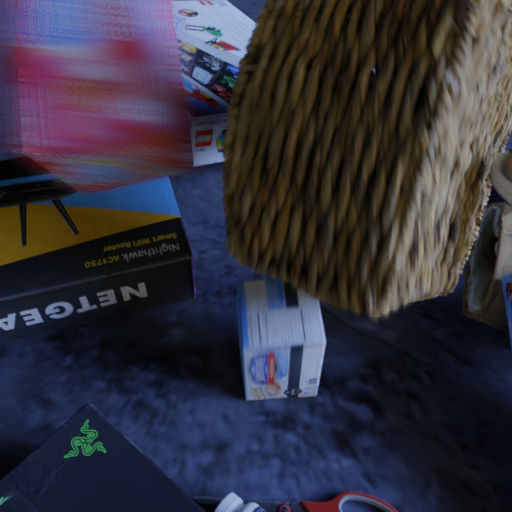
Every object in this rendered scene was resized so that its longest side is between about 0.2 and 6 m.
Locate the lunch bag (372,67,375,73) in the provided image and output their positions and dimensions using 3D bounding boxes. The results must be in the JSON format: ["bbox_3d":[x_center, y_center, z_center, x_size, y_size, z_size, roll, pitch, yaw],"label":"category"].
[{"bbox_3d":[1.104,-2.739,7.799,2.064,1.751,1.312,-29,92,-21],"label":"lunch bag"}]

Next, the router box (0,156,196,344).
[{"bbox_3d":[-3.140,-0.301,8.439,3.961,1.011,2.954,-13,50,-11],"label":"router box"}]

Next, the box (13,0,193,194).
[{"bbox_3d":[-1.903,-2.581,6.996,1.590,1.523,3.190,-11,76,9],"label":"box"}]

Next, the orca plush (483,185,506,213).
[{"bbox_3d":[2.737,-1.327,9.135,3.700,1.315,1.947,29,55,23],"label":"orca plush"}]

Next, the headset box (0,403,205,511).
[{"bbox_3d":[-1.577,3.237,5.153,2.935,1.362,2.556,34,57,26],"label":"headset box"}]

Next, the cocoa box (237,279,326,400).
[{"bbox_3d":[0.269,1.054,6.962,0.955,1.456,0.971,-4,53,-2],"label":"cocoa box"}]

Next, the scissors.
[{"bbox_3d":[0.474,2.838,6.331,2.298,0.160,0.841,16,54,16],"label":"scissors"}]

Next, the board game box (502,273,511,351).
[{"bbox_3d":[4.115,1.621,6.185,2.289,0.554,3.026,-3,78,-2],"label":"board game box"}]

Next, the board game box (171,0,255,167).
[{"bbox_3d":[-0.884,-3.660,10.922,3.251,0.891,5.149,-14,47,-27],"label":"board game box"}]

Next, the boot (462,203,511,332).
[{"bbox_3d":[4.770,-0.030,7.511,3.530,1.167,3.092,19,59,1],"label":"boot"}]

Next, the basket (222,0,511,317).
[{"bbox_3d":[1.231,-1.262,6.083,2.349,3.291,2.452,21,14,32],"label":"basket"}]

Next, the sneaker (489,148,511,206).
[{"bbox_3d":[3.158,-0.480,5.467,1.778,0.705,0.657,39,72,7],"label":"sneaker"}]

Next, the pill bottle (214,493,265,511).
[{"bbox_3d":[0.001,2.984,5.916,0.974,0.540,0.540,31,56,24],"label":"pill bottle"}]
